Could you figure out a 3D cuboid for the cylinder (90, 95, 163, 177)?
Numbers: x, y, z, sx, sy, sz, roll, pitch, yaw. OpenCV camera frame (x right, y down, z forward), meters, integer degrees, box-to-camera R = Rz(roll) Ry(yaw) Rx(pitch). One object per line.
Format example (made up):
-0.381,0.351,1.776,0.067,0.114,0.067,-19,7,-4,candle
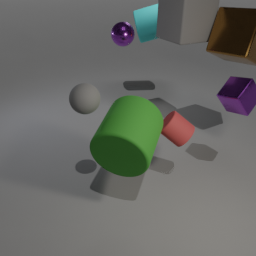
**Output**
0.004,0.185,6.603,1.400,1.400,1.400,9,44,16,cylinder

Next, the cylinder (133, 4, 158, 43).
1.075,-4.655,12.429,1.400,1.400,1.400,-12,27,10,cylinder

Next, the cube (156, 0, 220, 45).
1.912,-3.620,9.182,1.400,1.400,1.400,-14,33,-25,cube

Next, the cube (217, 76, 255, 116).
2.918,-0.847,7.359,0.700,0.700,0.700,-51,34,-10,cube

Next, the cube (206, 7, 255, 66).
3.593,-2.878,8.895,1.400,1.400,1.400,26,15,41,cube

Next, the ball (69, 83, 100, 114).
-0.970,-0.656,6.293,0.700,0.700,0.700,0,29,0,ball

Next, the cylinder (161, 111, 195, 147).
1.275,0.022,7.412,0.700,0.700,0.700,38,29,-9,cylinder

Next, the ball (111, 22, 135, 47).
-0.154,-2.772,8.278,0.700,0.700,0.700,0,29,0,ball
